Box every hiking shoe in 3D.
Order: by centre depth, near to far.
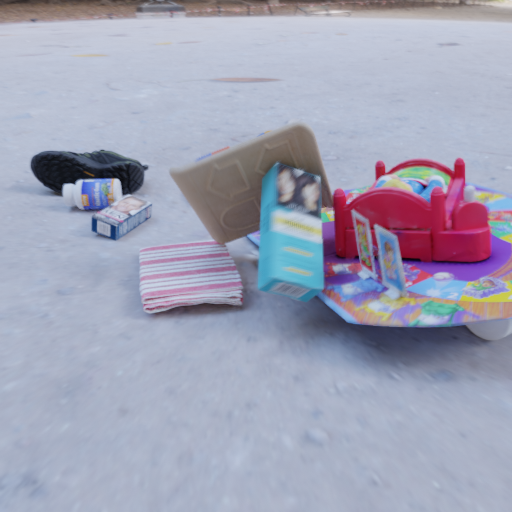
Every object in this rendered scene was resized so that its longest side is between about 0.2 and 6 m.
[{"bbox_3d":[-3.465,-1.776,11.755,2.331,0.883,1.173,8,19,-4],"label":"hiking shoe"}]

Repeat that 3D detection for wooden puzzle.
[{"bbox_3d":[-0.009,-1.073,8.238,2.049,1.898,0.474,-16,56,9],"label":"wooden puzzle"}]

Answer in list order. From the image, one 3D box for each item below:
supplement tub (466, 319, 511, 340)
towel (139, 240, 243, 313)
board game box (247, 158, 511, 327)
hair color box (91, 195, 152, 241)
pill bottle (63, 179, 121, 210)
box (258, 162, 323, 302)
[{"bbox_3d":[3.294,0.575,7.318,1.122,0.741,0.741,-21,35,-32],"label":"supplement tub"},{"bbox_3d":[-1.028,0.260,8.409,1.423,0.291,1.945,-5,25,-11],"label":"towel"},{"bbox_3d":[2.421,-0.836,8.569,4.481,1.104,5.671,-15,24,-16],"label":"board game box"},{"bbox_3d":[-2.398,-0.704,10.041,0.546,0.330,1.091,21,33,15],"label":"hair color box"},{"bbox_3d":[-3.139,-1.178,10.753,1.016,0.569,0.569,-3,28,-4],"label":"pill bottle"},{"bbox_3d":[0.464,-0.332,7.428,0.733,0.438,1.782,15,58,-21],"label":"box"}]
